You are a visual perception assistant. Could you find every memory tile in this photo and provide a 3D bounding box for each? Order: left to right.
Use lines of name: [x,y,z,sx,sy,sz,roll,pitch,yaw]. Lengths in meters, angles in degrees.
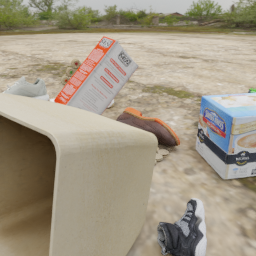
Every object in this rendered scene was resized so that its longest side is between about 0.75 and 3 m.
memory tile: [-1.676,-1.726,10.150,1.395,1.069,0.117,34,-1,-39]
memory tile: [0.427,0.724,8.227,1.336,0.112,1.024,16,28,34]

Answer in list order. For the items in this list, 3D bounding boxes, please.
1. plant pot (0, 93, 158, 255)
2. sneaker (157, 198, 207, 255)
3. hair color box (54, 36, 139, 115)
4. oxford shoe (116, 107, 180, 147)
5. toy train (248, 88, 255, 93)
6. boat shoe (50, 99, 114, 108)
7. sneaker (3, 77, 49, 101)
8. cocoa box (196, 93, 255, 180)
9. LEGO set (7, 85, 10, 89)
plant pot: [-1.090,0.933,4.779,2.844,2.841,2.518,19,19,37]
sneaker: [0.974,1.791,5.185,0.837,0.555,1.471,6,26,8]
hair color box: [-1.067,-1.554,9.698,0.867,2.833,1.438,37,-2,45]
oxford shoe: [0.549,0.151,8.950,0.900,0.883,2.480,-43,43,-21]
toy train: [6.447,-1.690,13.641,0.350,0.259,1.242,-32,37,-34]
boat shoe: [-1.981,-1.315,11.838,2.786,0.966,0.986,-7,24,-16]
sneaker: [-4.865,-1.619,12.237,2.643,1.216,1.001,-12,26,-25]
cocoa box: [3.470,0.086,7.622,2.652,1.740,1.769,-4,24,-10]
LEGO set: [-5.317,-2.104,14.415,1.267,0.416,1.696,10,25,31]
